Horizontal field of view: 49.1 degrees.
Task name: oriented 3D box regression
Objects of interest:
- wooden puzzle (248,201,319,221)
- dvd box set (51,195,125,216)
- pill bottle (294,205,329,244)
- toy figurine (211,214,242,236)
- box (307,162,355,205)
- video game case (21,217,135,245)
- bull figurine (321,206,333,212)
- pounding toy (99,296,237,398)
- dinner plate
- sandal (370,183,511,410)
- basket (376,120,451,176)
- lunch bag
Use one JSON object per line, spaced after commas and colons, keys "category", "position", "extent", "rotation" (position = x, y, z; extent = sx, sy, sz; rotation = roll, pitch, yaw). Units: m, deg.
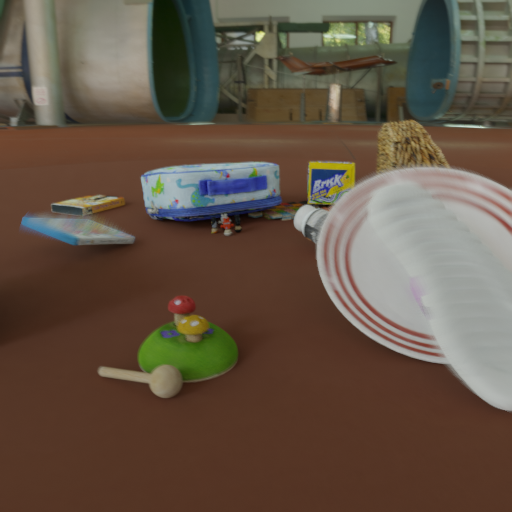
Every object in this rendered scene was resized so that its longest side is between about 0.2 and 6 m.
{"category": "wooden puzzle", "position": [0.723, -1.111, 13.960], "extent": [2.074, 0.146, 1.230], "rotation": [-8, 19, -23]}
{"category": "dvd box set", "position": [-4.347, -1.335, 14.562], "extent": [1.119, 0.225, 1.530], "rotation": [8, 19, 28]}
{"category": "pill bottle", "position": [1.310, -0.526, 10.834], "extent": [0.666, 0.666, 1.145], "rotation": [-14, 34, -39]}
{"category": "toy figurine", "position": [-0.653, -0.665, 12.156], "extent": [0.573, 0.405, 0.582], "rotation": [5, 18, 34]}
{"category": "box", "position": [1.928, -1.918, 14.458], "extent": [1.119, 1.026, 3.193], "rotation": [3, 9, 7]}
{"category": "video game case", "position": [-3.341, -0.475, 10.699], "extent": [1.267, 0.158, 1.771], "rotation": [20, 10, 21]}
{"category": "bull figurine", "position": [1.889, -0.945, 12.946], "extent": [1.353, 0.441, 0.821], "rotation": [0, 8, -22]}
{"category": "pounding toy", "position": [-0.893, 0.924, 6.373], "extent": [1.157, 0.696, 1.499], "rotation": [11, 20, 33]}
{"category": "dinner plate", "position": [2.409, 0.047, 7.475], "extent": [3.187, 0.386, 3.187], "rotation": [-3, 54, 4]}
{"category": "sandal", "position": [2.216, 0.369, 6.284], "extent": [1.160, 0.700, 2.850], "rotation": [-16, 60, -10]}
{"category": "basket", "position": [4.925, -3.039, 16.967], "extent": [2.171, 2.080, 2.915], "rotation": [0, 17, 5]}
{"category": "lunch bag", "position": [-1.041, -1.568, 13.237], "extent": [2.993, 1.234, 2.406], "rotation": [-11, 11, -33]}
